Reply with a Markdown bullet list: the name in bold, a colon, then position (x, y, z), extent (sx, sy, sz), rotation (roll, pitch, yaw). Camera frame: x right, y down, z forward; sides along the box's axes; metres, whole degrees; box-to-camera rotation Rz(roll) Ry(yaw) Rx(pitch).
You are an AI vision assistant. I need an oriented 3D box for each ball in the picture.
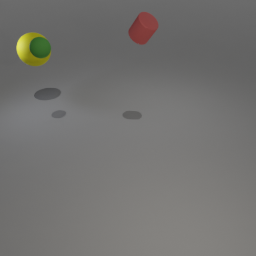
- **ball**: position (-4.036, -3.376, 12.060), extent (1.400, 1.400, 1.400), rotation (0, 32, 0)
- **ball**: position (-2.942, -2.693, 9.391), extent (0.700, 0.700, 0.700), rotation (0, 32, 0)

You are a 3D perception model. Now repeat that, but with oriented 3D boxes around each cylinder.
- **cylinder**: position (0.468, -3.062, 8.627), extent (0.700, 0.700, 0.700), rotation (13, 60, -24)
